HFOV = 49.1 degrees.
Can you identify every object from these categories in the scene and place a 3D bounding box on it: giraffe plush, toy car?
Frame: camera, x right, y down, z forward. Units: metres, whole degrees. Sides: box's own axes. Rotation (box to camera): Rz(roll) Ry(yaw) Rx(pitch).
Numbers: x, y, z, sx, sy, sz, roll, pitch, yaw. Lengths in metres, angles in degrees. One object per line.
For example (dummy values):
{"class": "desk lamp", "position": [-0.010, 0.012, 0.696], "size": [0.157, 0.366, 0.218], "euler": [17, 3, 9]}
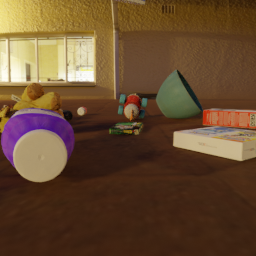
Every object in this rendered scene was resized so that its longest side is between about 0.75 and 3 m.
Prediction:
{"class": "giraffe plush", "position": [-3.015, -0.318, 8.006], "size": [1.915, 1.653, 1.553], "euler": [12, 32, 14]}
{"class": "toy car", "position": [0.167, -0.762, 13.181], "size": [1.307, 1.254, 1.418], "euler": [11, 36, 0]}

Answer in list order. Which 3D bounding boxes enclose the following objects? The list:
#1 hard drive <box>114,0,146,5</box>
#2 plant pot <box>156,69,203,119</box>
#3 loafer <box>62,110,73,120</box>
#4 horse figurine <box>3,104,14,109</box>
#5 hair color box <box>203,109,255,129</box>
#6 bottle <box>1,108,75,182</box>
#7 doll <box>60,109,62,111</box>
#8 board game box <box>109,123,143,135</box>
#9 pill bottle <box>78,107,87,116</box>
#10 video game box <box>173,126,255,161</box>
{"class": "hard drive", "position": [-0.165, -2.639, 5.684], "size": [0.882, 0.112, 0.582], "euler": [-7, 27, -36]}
{"class": "plant pot", "position": [2.343, -1.405, 13.719], "size": [1.625, 2.413, 2.413], "euler": [-31, -4, 20]}
{"class": "loafer", "position": [-3.384, -0.641, 13.172], "size": [1.607, 0.585, 0.581], "euler": [3, 12, 31]}
{"class": "horse figurine", "position": [-4.656, -0.280, 9.668], "size": [1.093, 0.412, 1.650], "euler": [-1, 32, -4]}
{"class": "hair color box", "position": [4.111, -0.400, 10.917], "size": [2.061, 0.659, 1.143], "euler": [6, 9, 33]}
{"class": "bottle", "position": [-1.585, 0.202, 5.016], "size": [1.222, 0.955, 2.925], "euler": [6, 6, -20]}
{"class": "doll", "position": [-3.597, -0.621, 12.484], "size": [1.331, 0.473, 1.951], "euler": [-25, 31, -20]}
{"class": "board game box", "position": [-0.009, -0.003, 9.649], "size": [0.953, 0.213, 1.819], "euler": [-1, 7, 8]}
{"class": "pill bottle", "position": [-2.590, -0.945, 15.833], "size": [0.461, 0.461, 0.821], "euler": [0, 8, 0]}
{"class": "video game box", "position": [2.291, 0.292, 6.520], "size": [1.683, 0.432, 1.847], "euler": [-9, 11, -36]}
